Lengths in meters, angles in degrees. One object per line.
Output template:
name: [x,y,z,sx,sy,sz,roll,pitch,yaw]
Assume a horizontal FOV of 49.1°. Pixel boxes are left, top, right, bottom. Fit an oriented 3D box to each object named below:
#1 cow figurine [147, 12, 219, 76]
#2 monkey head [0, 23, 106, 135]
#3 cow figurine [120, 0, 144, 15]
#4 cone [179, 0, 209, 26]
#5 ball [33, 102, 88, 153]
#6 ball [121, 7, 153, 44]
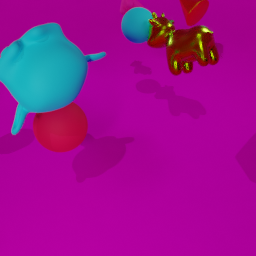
cow figurine: [1.277,-2.182,6.846,0.956,1.714,1.742,-17,4,-41]
monkey head: [-1.342,-0.869,4.393,1.952,1.176,1.404,-46,27,-18]
cow figurine: [0.047,-3.832,8.490,1.091,0.599,1.074,26,50,-31]
cone: [2.192,-4.497,10.238,1.062,1.062,1.066,-28,66,-30]
ball: [-1.273,-0.043,5.317,1.014,1.014,1.014,0,39,0]
ball: [0.282,-2.767,7.578,0.921,0.921,0.921,0,39,0]
